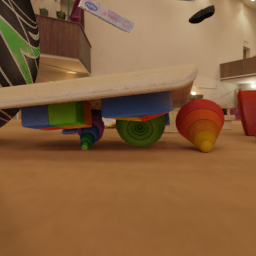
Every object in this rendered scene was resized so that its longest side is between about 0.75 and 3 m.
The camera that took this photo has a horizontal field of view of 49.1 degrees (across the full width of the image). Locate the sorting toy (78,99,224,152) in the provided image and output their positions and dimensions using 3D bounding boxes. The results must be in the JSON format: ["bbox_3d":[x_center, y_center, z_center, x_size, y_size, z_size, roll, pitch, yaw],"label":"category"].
[{"bbox_3d":[0.202,0.071,2.598,1.428,0.495,0.492,-3,31,6],"label":"sorting toy"}]

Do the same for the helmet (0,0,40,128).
[{"bbox_3d":[-1.896,-0.881,2.742,2.172,2.172,2.071,0,29,-11],"label":"helmet"}]

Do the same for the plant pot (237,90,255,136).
[{"bbox_3d":[2.252,-0.238,4.635,0.823,0.725,0.823,0,2,19],"label":"plant pot"}]

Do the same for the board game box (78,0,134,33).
[{"bbox_3d":[-0.742,-3.646,9.003,1.682,0.347,1.686,23,16,-20],"label":"board game box"}]

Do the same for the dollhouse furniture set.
[{"bbox_3d":[1.631,-0.674,6.588,2.287,1.438,2.586,0,2,1],"label":"dollhouse furniture set"}]

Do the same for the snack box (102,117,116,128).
[{"bbox_3d":[-0.126,-0.433,8.238,1.256,0.468,1.766,-20,2,1],"label":"snack box"}]

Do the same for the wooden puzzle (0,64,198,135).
[{"bbox_3d":[-0.195,-0.174,2.764,1.623,0.406,1.753,-6,-1,8],"label":"wooden puzzle"}]

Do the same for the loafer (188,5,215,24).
[{"bbox_3d":[2.637,-4.048,10.014,0.362,0.374,1.067,27,-21,-34],"label":"loafer"}]
